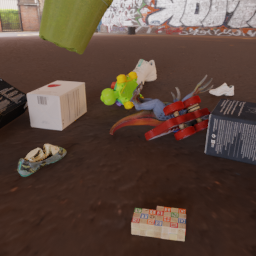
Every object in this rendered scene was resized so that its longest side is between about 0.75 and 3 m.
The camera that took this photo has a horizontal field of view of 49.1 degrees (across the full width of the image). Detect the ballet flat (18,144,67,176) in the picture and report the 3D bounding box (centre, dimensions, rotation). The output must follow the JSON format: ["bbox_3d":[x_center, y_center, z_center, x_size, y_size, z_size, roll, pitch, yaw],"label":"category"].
[{"bbox_3d":[-1.784,0.580,5.978,0.471,0.471,1.268,11,25,25],"label":"ballet flat"}]

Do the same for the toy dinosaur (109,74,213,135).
[{"bbox_3d":[1.240,-0.398,8.088,2.497,2.752,1.445,34,6,-7],"label":"toy dinosaur"}]

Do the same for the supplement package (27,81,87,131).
[{"bbox_3d":[-2.069,-0.744,8.445,1.035,1.022,1.706,6,23,14],"label":"supplement package"}]

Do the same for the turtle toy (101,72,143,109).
[{"bbox_3d":[-0.209,-1.229,9.700,0.830,1.196,1.642,-7,12,44],"label":"turtle toy"}]

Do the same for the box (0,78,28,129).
[{"bbox_3d":[-3.842,-0.738,8.261,1.212,0.677,1.717,35,23,-5],"label":"box"}]

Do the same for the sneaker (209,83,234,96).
[{"bbox_3d":[3.721,-1.552,11.125,1.004,0.499,0.391,-3,22,-6],"label":"sneaker"}]

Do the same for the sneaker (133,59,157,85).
[{"bbox_3d":[0.543,-2.627,12.992,0.925,1.088,2.459,14,26,28],"label":"sneaker"}]

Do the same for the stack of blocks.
[{"bbox_3d":[0.468,1.404,4.207,0.778,0.228,0.448,4,22,10],"label":"stack of blocks"}]

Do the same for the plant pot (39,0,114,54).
[{"bbox_3d":[-1.600,-3.320,8.023,2.173,2.063,2.173,22,9,-4],"label":"plant pot"}]

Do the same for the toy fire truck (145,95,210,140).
[{"bbox_3d":[1.275,-0.136,7.073,1.496,0.839,1.257,-18,-9,-34],"label":"toy fire truck"}]

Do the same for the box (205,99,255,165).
[{"bbox_3d":[2.898,0.083,6.401,1.900,1.017,1.410,11,25,25],"label":"box"}]
